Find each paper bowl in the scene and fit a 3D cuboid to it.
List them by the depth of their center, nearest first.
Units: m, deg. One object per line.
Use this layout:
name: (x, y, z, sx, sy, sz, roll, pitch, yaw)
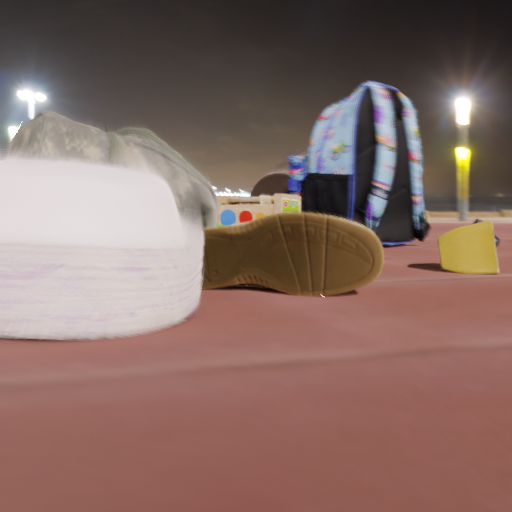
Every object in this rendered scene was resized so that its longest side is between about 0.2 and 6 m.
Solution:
paper bowl: (-1.104, -0.129, 3.395, 1.573, 0.818, 1.573, 6, 12, -1)

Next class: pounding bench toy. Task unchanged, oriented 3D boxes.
pounding bench toy: (-0.146, -0.354, 7.363, 1.124, 0.895, 1.441, 2, 5, 20)

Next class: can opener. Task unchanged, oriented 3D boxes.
can opener: (4.373, -0.366, 11.042, 0.546, 0.677, 1.722, -39, -12, 17)

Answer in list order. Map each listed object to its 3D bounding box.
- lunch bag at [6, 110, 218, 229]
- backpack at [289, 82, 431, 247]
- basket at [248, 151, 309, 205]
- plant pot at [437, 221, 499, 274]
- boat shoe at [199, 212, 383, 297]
lunch bag: (-1.607, -0.510, 5.873, 1.850, 1.537, 2.206, 11, -2, -31)
backpack: (1.933, -1.658, 10.642, 1.988, 2.956, 2.698, 4, 8, 43)
basket: (1.060, -1.470, 14.508, 1.970, 2.612, 2.897, -37, -4, 24)
plant pot: (2.292, -0.060, 6.139, 0.563, 0.550, 0.547, -9, 2, 16)
boat shoe: (0.160, -0.047, 4.657, 1.851, 0.685, 0.614, 2, 10, 23)
